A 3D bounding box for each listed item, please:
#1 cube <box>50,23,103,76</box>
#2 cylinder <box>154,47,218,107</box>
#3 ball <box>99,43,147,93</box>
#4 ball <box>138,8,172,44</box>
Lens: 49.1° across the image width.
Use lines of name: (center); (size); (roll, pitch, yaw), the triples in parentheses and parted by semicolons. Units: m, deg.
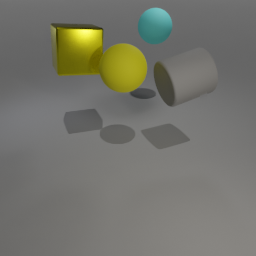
cube: (-1.638, -2.516, 8.886); (1.400, 1.400, 1.400); (-6, 25, -20)
cylinder: (1.676, -1.501, 8.302); (1.400, 1.400, 1.400); (-21, 33, -11)
ball: (-0.144, -1.737, 8.174); (1.400, 1.400, 1.400); (0, 28, 0)
ball: (1.100, -4.149, 11.448); (1.400, 1.400, 1.400); (0, 28, 0)
